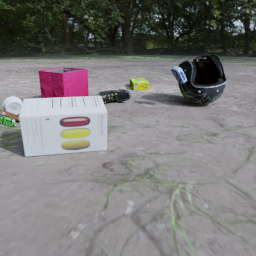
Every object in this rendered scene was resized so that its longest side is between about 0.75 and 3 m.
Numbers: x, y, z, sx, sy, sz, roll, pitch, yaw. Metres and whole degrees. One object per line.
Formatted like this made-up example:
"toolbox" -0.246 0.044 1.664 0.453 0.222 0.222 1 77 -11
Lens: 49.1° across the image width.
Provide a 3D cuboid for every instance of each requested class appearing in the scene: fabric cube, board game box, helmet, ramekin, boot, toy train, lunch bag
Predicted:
"fabric cube" -3.309 -2.117 14.619 1.865 1.859 1.830 12 23 31
"board game box" 0.769 -3.084 19.559 1.067 0.500 2.101 -2 19 -6
"helmet" 3.849 -2.420 14.674 2.538 2.420 2.538 -16 -1 0
"ramekin" -5.265 -0.968 12.860 0.882 0.882 0.411 -11 34 -30
"boot" -0.951 -1.571 14.818 1.998 0.721 1.509 2 20 24
"toy train" -5.032 -0.301 11.619 1.174 0.331 0.245 12 21 33
"lunch bag" 2.473 -2.558 13.514 0.348 0.844 0.679 -39 35 -4

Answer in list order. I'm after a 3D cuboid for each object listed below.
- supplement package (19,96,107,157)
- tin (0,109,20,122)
"supplement package" -2.029 -0.116 9.082 2.549 1.450 1.396 -4 29 -12
"tin" -5.043 -0.536 11.999 1.212 0.254 0.678 14 -14 37
